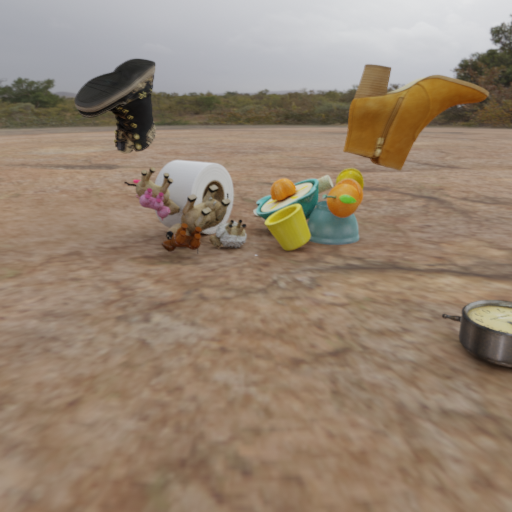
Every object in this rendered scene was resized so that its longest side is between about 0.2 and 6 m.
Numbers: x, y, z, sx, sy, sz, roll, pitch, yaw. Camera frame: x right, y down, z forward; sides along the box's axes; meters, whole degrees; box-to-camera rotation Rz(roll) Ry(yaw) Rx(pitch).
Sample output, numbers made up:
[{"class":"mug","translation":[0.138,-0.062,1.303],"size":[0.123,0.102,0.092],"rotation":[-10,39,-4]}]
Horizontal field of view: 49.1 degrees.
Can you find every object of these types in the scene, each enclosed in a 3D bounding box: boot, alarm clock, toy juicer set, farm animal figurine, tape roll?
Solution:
[{"class":"boot","translation":[2.885,-2.428,10.285],"size":[2.442,1.748,0.859],"rotation":[8,12,-4]},{"class":"alarm clock","translation":[2.714,0.866,5.780],"size":[0.963,0.475,1.428],"rotation":[-7,16,-24]},{"class":"toy juicer set","translation":[0.968,-1.278,11.056],"size":[2.132,0.912,3.351],"rotation":[-29,17,0]},{"class":"farm animal figurine","translation":[-1.271,-0.708,10.037],"size":[1.782,0.940,1.802],"rotation":[-11,57,-34]},{"class":"boot","translation":[-2.422,-2.540,10.109],"size":[0.732,1.506,2.000],"rotation":[16,43,13]},{"class":"tape roll","translation":[-1.222,-1.168,11.098],"size":[0.965,1.406,1.406],"rotation":[9,19,32]}]

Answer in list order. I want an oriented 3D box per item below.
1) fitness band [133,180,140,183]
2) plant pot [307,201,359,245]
[{"class":"fitness band","translation":[-3.580,-2.303,17.333],"size":[0.500,0.094,0.359],"rotation":[14,24,42]},{"class":"plant pot","translation":[1.450,-0.669,10.646],"size":[1.035,0.693,1.035],"rotation":[0,17,0]}]
